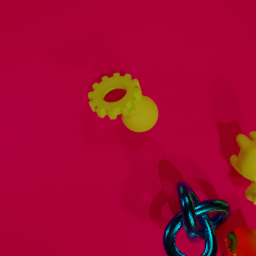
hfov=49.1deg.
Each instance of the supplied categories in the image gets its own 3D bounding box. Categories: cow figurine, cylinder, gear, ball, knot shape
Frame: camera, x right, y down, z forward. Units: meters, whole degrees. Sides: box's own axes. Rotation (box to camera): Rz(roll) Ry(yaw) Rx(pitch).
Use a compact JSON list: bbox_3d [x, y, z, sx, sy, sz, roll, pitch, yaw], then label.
[{"bbox_3d":[3.152,1.038,6.754,0.854,1.532,1.557,-12,129,-10],"label":"cow figurine"},{"bbox_3d":[2.922,3.073,6.797,0.939,0.939,0.939,-21,115,-2],"label":"cylinder"},{"bbox_3d":[-0.326,-0.816,6.965,1.302,0.241,1.302,-7,53,10],"label":"gear"},{"bbox_3d":[0.298,-0.370,7.216,0.945,0.945,0.945,0,85,0],"label":"ball"},{"bbox_3d":[1.751,2.267,6.760,1.852,0.914,1.979,5,81,-36],"label":"knot shape"}]
